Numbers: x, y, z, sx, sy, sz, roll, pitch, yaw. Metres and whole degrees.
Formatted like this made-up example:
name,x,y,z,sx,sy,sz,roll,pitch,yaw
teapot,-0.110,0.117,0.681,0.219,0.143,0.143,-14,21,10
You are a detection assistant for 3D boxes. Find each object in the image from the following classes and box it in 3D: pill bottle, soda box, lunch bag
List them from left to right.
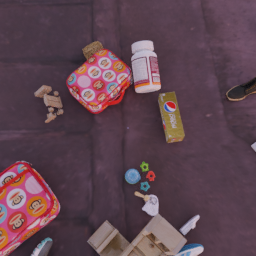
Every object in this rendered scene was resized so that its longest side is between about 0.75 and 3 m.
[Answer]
name,x,y,z,sx,sy,sz,roll,pitch,yaw
lunch bag,-3.735,2.399,8.622,2.690,1.102,2.370,-39,70,-14
lunch bag,-0.914,-1.634,10.168,1.901,0.884,2.158,43,75,14
pill bottle,0.616,-2.164,10.005,0.925,0.925,1.689,-7,89,-3
soda box,1.515,-0.378,9.882,0.581,0.549,1.716,-8,70,-2

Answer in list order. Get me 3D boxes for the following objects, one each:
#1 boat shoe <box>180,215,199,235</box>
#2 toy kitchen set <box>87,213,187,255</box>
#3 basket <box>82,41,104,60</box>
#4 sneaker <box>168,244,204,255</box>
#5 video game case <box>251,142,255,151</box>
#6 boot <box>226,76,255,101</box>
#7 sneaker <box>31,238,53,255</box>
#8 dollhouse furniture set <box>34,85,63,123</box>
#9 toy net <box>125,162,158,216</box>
name,x,y,z,sx,sy,sz,roll,pitch,yaw
boat shoe,1.976,3.044,8.781,0.764,0.281,0.250,-39,78,-3
toy kitchen set,-0.120,3.324,7.622,1.969,2.177,2.413,41,70,15
basket,-1.346,-2.982,11.024,0.758,0.565,0.541,-34,40,-12
sneaker,1.639,3.932,8.327,1.424,0.545,0.575,-28,79,-3
video game case,5.108,0.900,9.633,1.025,0.129,1.431,-32,73,-12
boot,4.346,-1.553,10.057,1.513,1.047,0.586,-22,71,-8
sneaker,-2.571,4.300,8.130,0.956,0.813,2.095,24,76,-6
dollhouse furniture set,-2.821,-0.821,10.118,0.556,0.651,1.256,-32,67,31
toy net,0.603,2.012,9.137,0.891,0.328,1.699,-24,73,-12
